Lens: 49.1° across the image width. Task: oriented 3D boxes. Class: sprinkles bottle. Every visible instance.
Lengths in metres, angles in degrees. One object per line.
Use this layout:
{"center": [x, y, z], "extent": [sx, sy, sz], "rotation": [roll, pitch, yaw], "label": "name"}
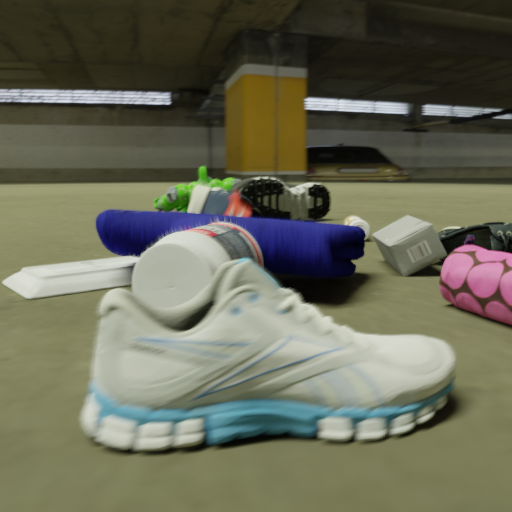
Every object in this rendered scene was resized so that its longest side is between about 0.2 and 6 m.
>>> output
{"center": [2.189, -0.611, 12.266], "extent": [0.457, 0.457, 1.338], "rotation": [1, 9, 4], "label": "sprinkles bottle"}

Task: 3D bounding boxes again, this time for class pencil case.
{"center": [2.719, 0.315, 5.720], "extent": [0.827, 0.801, 1.765], "rotation": [-7, 14, -20], "label": "pencil case"}

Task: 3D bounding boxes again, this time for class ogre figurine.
{"center": [-1.492, -1.771, 16.313], "extent": [3.066, 1.504, 1.838], "rotation": [12, -3, -1], "label": "ogre figurine"}

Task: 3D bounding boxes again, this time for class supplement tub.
{"center": [-0.561, 0.189, 5.802], "extent": [0.972, 0.972, 1.384], "rotation": [3, 10, 18], "label": "supplement tub"}

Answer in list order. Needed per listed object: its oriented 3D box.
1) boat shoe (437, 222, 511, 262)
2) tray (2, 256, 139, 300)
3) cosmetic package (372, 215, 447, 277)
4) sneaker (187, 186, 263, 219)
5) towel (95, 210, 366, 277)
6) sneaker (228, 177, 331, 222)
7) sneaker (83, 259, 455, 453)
{"center": [3.601, -0.141, 8.534], "extent": [2.052, 0.767, 0.681], "rotation": [9, 17, 41], "label": "boat shoe"}
{"center": [-2.210, 0.234, 7.809], "extent": [2.258, 0.250, 1.212], "rotation": [-7, 11, -38], "label": "tray"}
{"center": [2.325, -0.179, 8.650], "extent": [0.725, 0.612, 1.358], "rotation": [-29, 10, 4], "label": "cosmetic package"}
{"center": [-0.513, -0.708, 11.348], "extent": [1.334, 1.184, 3.157], "rotation": [17, 7, 3], "label": "sneaker"}
{"center": [-0.251, -0.138, 7.708], "extent": [3.201, 0.793, 2.363], "rotation": [6, 6, 22], "label": "towel"}
{"center": [0.344, -1.462, 15.314], "extent": [1.727, 1.268, 3.816], "rotation": [4, 6, 41], "label": "sneaker"}
{"center": [0.170, 0.544, 3.528], "extent": [2.434, 1.055, 0.912], "rotation": [-1, 8, -15], "label": "sneaker"}
